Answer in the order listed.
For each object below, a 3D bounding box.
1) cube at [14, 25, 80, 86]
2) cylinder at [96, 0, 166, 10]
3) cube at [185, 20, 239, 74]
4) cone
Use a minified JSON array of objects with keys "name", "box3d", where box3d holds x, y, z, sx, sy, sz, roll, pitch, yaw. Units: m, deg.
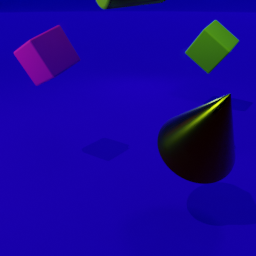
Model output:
[{"name":"cube","box3d":[-1.746,-1.554,6.086,0.852,0.852,0.852,-8,30,47]},{"name":"cylinder","box3d":[0.051,-3.075,5.411,1.332,1.332,1.332,-14,28,-17]},{"name":"cube","box3d":[2.852,-2.753,9.514,1.100,1.100,1.100,43,49,3]},{"name":"cone","box3d":[1.253,-0.060,4.230,1.360,1.365,1.360,4,55,-6]}]
